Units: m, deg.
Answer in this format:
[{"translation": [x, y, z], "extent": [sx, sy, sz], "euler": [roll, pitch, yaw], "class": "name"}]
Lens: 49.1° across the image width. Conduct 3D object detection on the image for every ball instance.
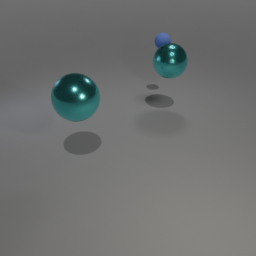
[{"translation": [1.702, -2.704, 11.315], "extent": [1.400, 1.400, 1.400], "euler": [0, 30, 0], "class": "ball"}, {"translation": [-1.505, -0.878, 8.076], "extent": [1.400, 1.400, 1.400], "euler": [0, 30, 0], "class": "ball"}, {"translation": [1.537, -3.864, 12.449], "extent": [0.700, 0.700, 0.700], "euler": [0, 30, 0], "class": "ball"}]
